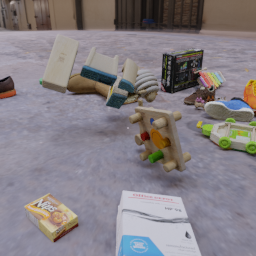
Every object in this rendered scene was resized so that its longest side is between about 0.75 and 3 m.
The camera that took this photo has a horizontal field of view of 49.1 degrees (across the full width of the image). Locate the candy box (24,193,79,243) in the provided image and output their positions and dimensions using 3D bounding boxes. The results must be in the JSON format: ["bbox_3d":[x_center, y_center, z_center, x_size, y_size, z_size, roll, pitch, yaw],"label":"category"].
[{"bbox_3d":[-1.611,1.842,5.867,1.077,0.298,0.622,22,32,39],"label":"candy box"}]

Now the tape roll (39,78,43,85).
[{"bbox_3d":[-4.503,-2.661,15.867,0.994,0.239,0.994,0,24,0],"label":"tape roll"}]

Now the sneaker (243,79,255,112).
[{"bbox_3d":[5.474,-1.423,12.126,1.048,1.107,2.871,6,27,10],"label":"sneaker"}]

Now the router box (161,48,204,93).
[{"bbox_3d":[2.847,-3.046,14.655,2.569,1.925,0.798,-20,32,-38],"label":"router box"}]

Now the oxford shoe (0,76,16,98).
[{"bbox_3d":[-6.677,-1.797,13.015,0.992,1.011,2.786,21,32,38],"label":"oxford shoe"}]

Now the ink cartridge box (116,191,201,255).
[{"bbox_3d":[0.428,1.818,5.059,1.229,0.708,2.121,8,20,-5],"label":"ink cartridge box"}]

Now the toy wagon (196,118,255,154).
[{"bbox_3d":[3.446,0.198,9.313,2.318,0.459,1.798,10,26,22],"label":"toy wagon"}]

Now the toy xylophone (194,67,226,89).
[{"bbox_3d":[4.250,-2.609,14.759,1.909,0.480,1.398,-31,82,-40],"label":"toy xylophone"}]

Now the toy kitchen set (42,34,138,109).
[{"bbox_3d":[-1.306,-1.424,9.477,2.799,1.649,2.243,16,-20,-13],"label":"toy kitchen set"}]

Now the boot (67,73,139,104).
[{"bbox_3d":[-1.304,-1.885,13.303,2.589,0.978,2.956,-14,29,-27],"label":"boot"}]

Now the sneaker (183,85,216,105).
[{"bbox_3d":[3.291,-1.573,12.906,1.851,0.699,0.652,-16,29,-32],"label":"sneaker"}]

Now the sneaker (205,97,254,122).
[{"bbox_3d":[3.984,-0.819,11.186,1.859,0.713,1.034,8,31,8],"label":"sneaker"}]

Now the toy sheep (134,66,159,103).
[{"bbox_3d":[0.600,-1.652,10.424,1.074,1.557,1.074,-20,-11,-4],"label":"toy sheep"}]

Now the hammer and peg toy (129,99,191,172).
[{"bbox_3d":[0.609,0.164,7.444,0.782,1.632,2.219,-24,20,-24],"label":"hammer and peg toy"}]

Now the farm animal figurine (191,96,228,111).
[{"bbox_3d":[3.385,-0.964,11.639,1.120,0.590,1.132,1,-2,-16],"label":"farm animal figurine"}]
